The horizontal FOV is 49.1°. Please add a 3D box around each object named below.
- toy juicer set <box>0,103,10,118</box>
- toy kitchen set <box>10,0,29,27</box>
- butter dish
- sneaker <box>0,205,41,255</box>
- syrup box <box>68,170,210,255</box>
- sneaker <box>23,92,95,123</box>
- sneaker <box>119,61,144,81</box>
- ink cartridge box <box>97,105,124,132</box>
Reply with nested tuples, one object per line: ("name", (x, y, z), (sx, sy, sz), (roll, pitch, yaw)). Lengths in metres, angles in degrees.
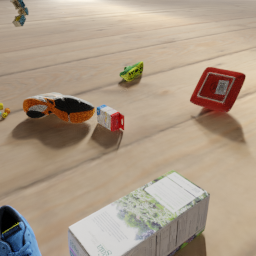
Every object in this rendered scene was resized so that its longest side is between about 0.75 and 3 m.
("toy juicer set", (-4.528, -0.462, 9.645), (0.662, 0.283, 1.040), (28, 34, 9))
("toy kitchen set", (-3.682, -4.072, 9.324), (0.614, 1.042, 0.835), (-5, 55, 17))
("butter dish", (3.316, -1.225, 10.133), (1.566, 1.160, 1.570), (22, 81, 37))
("sneaker", (-1.773, 2.222, 4.562), (0.776, 0.923, 2.355), (-16, 36, -28))
("syrup box", (0.275, 1.834, 5.061), (2.509, 1.022, 0.988), (-23, 36, -32))
("sneaker", (-2.267, -0.856, 9.671), (2.483, 0.940, 1.142), (8, 28, 10))
("sneaker", (0.198, -2.715, 12.957), (0.711, 0.630, 1.701), (21, 37, 24))
("ink cartridge box", (-0.566, -0.294, 9.001), (0.339, 0.587, 1.010), (-26, 40, -36))
